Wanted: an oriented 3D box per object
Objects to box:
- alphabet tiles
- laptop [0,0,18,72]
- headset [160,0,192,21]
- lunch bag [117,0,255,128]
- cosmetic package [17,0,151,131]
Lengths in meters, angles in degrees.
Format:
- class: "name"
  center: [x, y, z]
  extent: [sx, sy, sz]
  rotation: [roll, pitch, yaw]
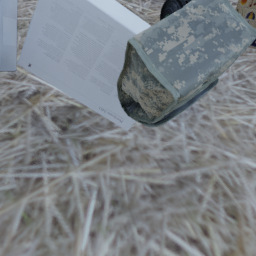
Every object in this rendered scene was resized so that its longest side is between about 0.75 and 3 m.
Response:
- class: "alphabet tiles"
  center: [3.832, -3.224, 7.144]
  extent: [0.113, 2.502, 2.993]
  rotation: [2, 26, -21]
- class: "laptop"
  center: [-2.852, -2.360, 6.370]
  extent: [1.440, 2.326, 2.484]
  rotation: [12, 15, 16]
- class: "headset"
  center: [1.651, -3.160, 7.134]
  extent: [1.777, 2.878, 1.352]
  rotation: [-19, 81, -4]
- class: "lunch bag"
  center: [0.626, -0.748, 3.767]
  extent: [1.363, 1.662, 0.977]
  rotation: [-36, 84, -15]
- class: "cosmetic package"
  center: [-0.615, -1.496, 5.994]
  extent: [2.982, 2.248, 0.770]
  rotation: [32, 41, -12]
